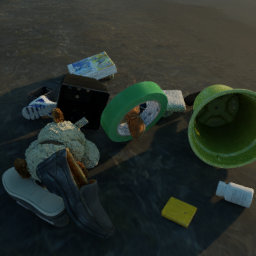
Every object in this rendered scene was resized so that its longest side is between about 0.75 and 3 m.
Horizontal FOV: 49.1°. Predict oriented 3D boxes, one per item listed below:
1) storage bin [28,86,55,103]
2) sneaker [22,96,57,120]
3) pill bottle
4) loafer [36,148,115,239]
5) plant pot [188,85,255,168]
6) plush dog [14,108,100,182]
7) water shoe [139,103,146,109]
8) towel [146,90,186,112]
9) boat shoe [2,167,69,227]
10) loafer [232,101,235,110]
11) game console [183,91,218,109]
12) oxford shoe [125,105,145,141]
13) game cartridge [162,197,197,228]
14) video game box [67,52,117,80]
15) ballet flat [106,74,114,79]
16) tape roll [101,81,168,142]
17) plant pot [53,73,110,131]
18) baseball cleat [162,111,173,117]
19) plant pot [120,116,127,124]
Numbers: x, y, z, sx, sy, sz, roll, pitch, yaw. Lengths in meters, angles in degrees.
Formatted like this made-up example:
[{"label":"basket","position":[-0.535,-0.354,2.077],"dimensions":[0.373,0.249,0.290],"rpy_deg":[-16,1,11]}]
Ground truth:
[{"label":"storage bin","position":[-4.053,-1.487,13.172],"dimensions":[0.730,0.506,1.079],"rpy_deg":[20,40,26]},{"label":"sneaker","position":[-3.505,-0.978,12.193],"dimensions":[1.930,0.780,1.115],"rpy_deg":[-1,37,1]},{"label":"pill bottle","position":[3.116,1.916,8.226],"dimensions":[0.959,0.549,0.549],"rpy_deg":[16,38,21]},{"label":"loafer","position":[-1.144,1.663,7.055],"dimensions":[0.934,2.584,0.941],"rpy_deg":[-40,6,11]},{"label":"plant pot","position":[3.413,-0.397,10.059],"dimensions":[2.756,2.756,2.534],"rpy_deg":[3,24,4]},{"label":"plush dog","position":[-2.222,0.761,8.596],"dimensions":[2.525,2.026,2.169],"rpy_deg":[1,35,1]},{"label":"water shoe","position":[0.674,-1.109,12.761],"dimensions":[0.868,0.343,0.310],"rpy_deg":[18,38,23]},{"label":"towel","position":[1.646,-1.284,12.529],"dimensions":[1.671,0.435,2.521],"rpy_deg":[1,22,4]},{"label":"boat shoe","position":[-2.716,1.996,8.098],"dimensions":[2.751,0.784,0.920],"rpy_deg":[21,44,35]},{"label":"loafer","position":[4.440,-0.512,11.529],"dimensions":[0.746,0.852,2.372],"rpy_deg":[-14,39,-8]},{"label":"game console","position":[3.413,-1.168,12.556],"dimensions":[1.218,0.249,2.064],"rpy_deg":[-23,30,-19]},{"label":"oxford shoe","position":[0.120,-0.339,10.326],"dimensions":[0.681,0.680,1.908],"rpy_deg":[-36,44,22]},{"label":"game cartridge","position":[1.443,2.374,7.953],"dimensions":[0.816,0.132,0.719],"rpy_deg":[18,39,28]},{"label":"video game box","position":[-2.001,-3.212,15.197],"dimensions":[2.321,0.543,2.115],"rpy_deg":[-23,41,-7]},{"label":"ballet flat","position":[-1.239,-3.035,15.470],"dimensions":[1.102,0.415,0.374],"rpy_deg":[21,34,28]},{"label":"tape roll","position":[0.247,-0.524,9.986],"dimensions":[2.496,2.496,0.600],"rpy_deg":[-20,61,-27]},{"label":"plant pot","position":[-1.898,-1.179,11.063],"dimensions":[1.833,1.837,1.630],"rpy_deg":[8,35,-19]},{"label":"baseball cleat","position":[1.333,-0.725,12.154],"dimensions":[1.138,0.397,0.606],"rpy_deg":[-6,37,-10]},{"label":"plant pot","position":[0.165,-0.190,11.551],"dimensions":[1.109,0.152,1.109],"rpy_deg":[0,40,0]}]
